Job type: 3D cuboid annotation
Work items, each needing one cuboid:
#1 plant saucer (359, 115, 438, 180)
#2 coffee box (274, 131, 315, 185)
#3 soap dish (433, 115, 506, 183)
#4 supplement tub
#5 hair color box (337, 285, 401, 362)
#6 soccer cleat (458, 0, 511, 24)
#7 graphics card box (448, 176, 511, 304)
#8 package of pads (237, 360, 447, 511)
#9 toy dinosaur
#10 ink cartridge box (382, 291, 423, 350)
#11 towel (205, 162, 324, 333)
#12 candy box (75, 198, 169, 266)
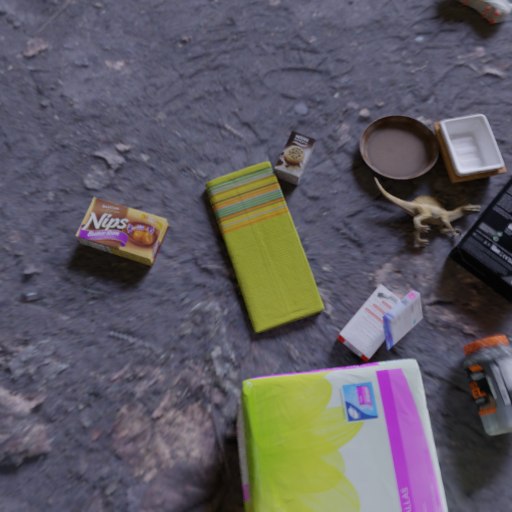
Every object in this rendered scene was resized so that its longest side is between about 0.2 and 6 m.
[{"bbox_3d":[2.992,-2.255,11.834,1.628,0.261,1.628,-1,66,2],"label":"plant saucer"},{"bbox_3d":[0.807,-2.052,11.734,0.556,0.392,0.983,21,71,8],"label":"coffee box"},{"bbox_3d":[4.409,-2.206,11.695,1.113,0.575,1.415,-10,70,-4],"label":"soap dish"},{"bbox_3d":[4.266,2.264,9.830,0.960,0.960,1.567,-11,69,-4],"label":"supplement tub"},{"bbox_3d":[2.197,1.261,10.498,0.712,0.410,1.283,40,76,14],"label":"hair color box"},{"bbox_3d":[5.245,-6.165,13.203,1.711,0.593,0.664,44,70,7],"label":"soccer cleat"},{"bbox_3d":[5.182,-0.483,11.018,1.580,0.640,2.518,39,73,12],"label":"graphics card box"},{"bbox_3d":[1.325,3.875,8.997,3.133,1.383,4.055,-6,70,-2],"label":"package of pads"},{"bbox_3d":[3.358,-0.816,11.272,2.239,0.652,1.132,11,55,-4],"label":"toy dinosaur"},{"bbox_3d":[2.595,1.158,10.094,1.039,0.620,0.218,-36,38,-28],"label":"ink cartridge box"},{"bbox_3d":[0.124,-0.234,11.152,1.440,0.302,3.347,-19,72,-1],"label":"towel"},{"bbox_3d":[-2.644,-0.486,11.127,1.573,0.444,0.918,18,70,5],"label":"candy box"}]
